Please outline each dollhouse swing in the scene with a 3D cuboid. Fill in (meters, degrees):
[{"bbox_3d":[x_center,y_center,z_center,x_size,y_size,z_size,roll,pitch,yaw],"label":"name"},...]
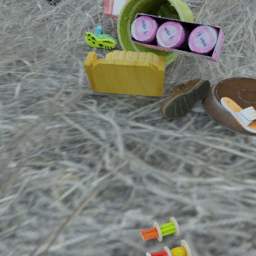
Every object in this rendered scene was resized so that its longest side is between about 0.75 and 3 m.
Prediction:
[{"bbox_3d":[0.059,-2.449,9.938,2.541,2.309,2.233,5,67,6],"label":"dollhouse swing"}]

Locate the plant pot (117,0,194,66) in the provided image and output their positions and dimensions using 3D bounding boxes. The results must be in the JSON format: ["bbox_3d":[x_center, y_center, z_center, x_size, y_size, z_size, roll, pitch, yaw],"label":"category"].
[{"bbox_3d":[1.447,-4.197,11.592,2.857,2.857,2.626,22,36,22],"label":"plant pot"}]

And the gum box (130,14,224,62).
[{"bbox_3d":[1.526,-2.849,8.844,2.702,0.893,1.533,18,15,19],"label":"gum box"}]

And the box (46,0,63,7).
[{"bbox_3d":[-2.668,-5.079,10.770,0.878,0.217,0.701,-48,49,-6],"label":"box"}]

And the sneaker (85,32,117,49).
[{"bbox_3d":[-1.229,-3.951,12.697,1.595,0.591,0.667,21,34,15],"label":"sneaker"}]

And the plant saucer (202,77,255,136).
[{"bbox_3d":[4.028,-0.905,9.419,2.938,0.506,2.938,0,44,0],"label":"plant saucer"}]

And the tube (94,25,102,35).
[{"bbox_3d":[-1.467,-4.565,13.518,0.424,0.276,1.095,0,47,11],"label":"tube"}]

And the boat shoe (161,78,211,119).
[{"bbox_3d":[1.812,-0.983,9.389,2.182,0.785,0.742,-31,34,-27],"label":"boat shoe"}]

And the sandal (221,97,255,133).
[{"bbox_3d":[2.425,-0.349,5.906,0.429,0.321,1.121,-18,55,-32],"label":"sandal"}]

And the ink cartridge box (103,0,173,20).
[{"bbox_3d":[0.535,-5.599,13.292,2.967,1.001,1.728,16,14,29],"label":"ink cartridge box"}]

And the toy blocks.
[{"bbox_3d":[0.580,2.468,5.843,1.179,0.428,0.983,-13,45,-13],"label":"toy blocks"}]
